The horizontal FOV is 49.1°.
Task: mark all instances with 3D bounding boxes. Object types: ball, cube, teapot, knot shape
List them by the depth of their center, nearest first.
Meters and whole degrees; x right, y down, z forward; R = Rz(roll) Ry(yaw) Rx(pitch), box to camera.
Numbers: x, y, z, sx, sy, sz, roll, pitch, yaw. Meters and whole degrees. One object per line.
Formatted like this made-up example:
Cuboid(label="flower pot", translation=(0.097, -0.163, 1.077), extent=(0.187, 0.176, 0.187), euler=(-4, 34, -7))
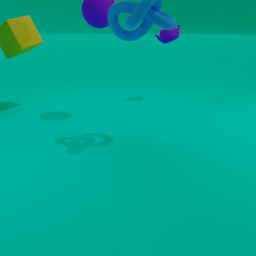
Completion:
Cuboid(label="knot shape", translation=(0.328, -2.428, 5.996), extent=(1.510, 0.698, 1.413), euler=(-8, 0, -3))
Cuboid(label="ball", translation=(-0.839, -3.444, 8.159), extent=(1.031, 1.031, 1.031), euler=(0, 21, 0))
Cuboid(label="cube", translation=(-3.827, -3.157, 9.756), extent=(1.008, 1.008, 1.008), euler=(-13, 20, 38))
Cuboid(label="teapot", translation=(1.508, -3.603, 10.661), extent=(1.304, 0.638, 0.811), euler=(-34, 23, -23))
